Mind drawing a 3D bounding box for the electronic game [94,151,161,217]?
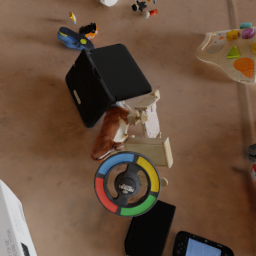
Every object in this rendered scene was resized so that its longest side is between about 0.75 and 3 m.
[{"bbox_3d":[-0.010,0.933,4.638,1.114,0.232,1.114,0,96,3],"label":"electronic game"}]

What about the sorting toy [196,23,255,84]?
[{"bbox_3d":[3.847,-3.067,10.395,2.289,1.358,2.543,13,57,30],"label":"sorting toy"}]

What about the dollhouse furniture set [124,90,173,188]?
[{"bbox_3d":[0.969,0.227,8.010,1.151,2.011,2.358,1,28,28],"label":"dollhouse furniture set"}]

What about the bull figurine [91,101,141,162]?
[{"bbox_3d":[-0.266,-0.047,8.482,1.526,0.819,2.513,2,61,29],"label":"bull figurine"}]

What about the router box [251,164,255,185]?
[{"bbox_3d":[5.042,1.844,7.114,2.835,0.693,2.545,-15,59,7],"label":"router box"}]

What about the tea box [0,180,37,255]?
[{"bbox_3d":[-3.440,3.025,6.084,2.557,1.737,2.600,-22,59,-16],"label":"tea box"}]

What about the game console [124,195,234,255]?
[{"bbox_3d":[1.337,2.851,7.086,2.688,0.324,1.586,18,60,10],"label":"game console"}]

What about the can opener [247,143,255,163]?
[{"bbox_3d":[4.481,0.413,8.549,2.103,0.554,0.699,-24,26,-15],"label":"can opener"}]

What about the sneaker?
[{"bbox_3d":[-2.018,-3.315,10.840,1.512,0.593,0.498,27,53,-6],"label":"sneaker"}]

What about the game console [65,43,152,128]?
[{"bbox_3d":[-0.748,-1.460,9.345,1.403,2.121,2.411,6,47,-45],"label":"game console"}]

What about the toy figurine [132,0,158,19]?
[{"bbox_3d":[0.733,-5.206,11.602,0.748,1.058,1.075,-30,62,-30],"label":"toy figurine"}]

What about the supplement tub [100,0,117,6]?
[{"bbox_3d":[-1.018,-5.947,12.176,0.852,0.852,1.177,-29,63,-17],"label":"supplement tub"}]

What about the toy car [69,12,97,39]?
[{"bbox_3d":[-1.719,-4.156,11.261,0.784,0.532,1.598,-31,63,5],"label":"toy car"}]
